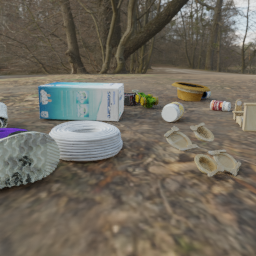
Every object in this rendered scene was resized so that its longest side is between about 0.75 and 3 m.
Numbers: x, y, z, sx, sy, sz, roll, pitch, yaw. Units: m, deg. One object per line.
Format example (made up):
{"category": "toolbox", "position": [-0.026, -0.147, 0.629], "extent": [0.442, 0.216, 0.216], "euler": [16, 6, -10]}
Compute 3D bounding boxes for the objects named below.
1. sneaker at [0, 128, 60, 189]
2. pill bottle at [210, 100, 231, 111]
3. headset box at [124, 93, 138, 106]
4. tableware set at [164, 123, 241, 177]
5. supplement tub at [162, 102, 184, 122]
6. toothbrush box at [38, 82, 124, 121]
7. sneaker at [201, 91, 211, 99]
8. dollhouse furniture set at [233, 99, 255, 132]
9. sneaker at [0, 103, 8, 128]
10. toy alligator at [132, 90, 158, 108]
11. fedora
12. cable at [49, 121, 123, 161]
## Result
{"category": "sneaker", "position": [-2.820, 0.526, 4.868], "extent": [3.000, 1.043, 1.492], "euler": [-1, 8, -24]}
{"category": "pill bottle", "position": [3.973, -0.947, 12.019], "extent": [0.758, 0.433, 0.433], "euler": [11, 17, 39]}
{"category": "headset box", "position": [-0.085, -1.440, 13.935], "extent": [0.981, 0.509, 1.318], "euler": [7, 14, 29]}
{"category": "tableware set", "position": [1.472, 0.412, 5.433], "extent": [1.227, 0.170, 1.469], "euler": [-12, 49, -40]}
{"category": "supplement tub", "position": [1.600, -0.567, 9.967], "extent": [0.644, 0.644, 0.886], "euler": [6, 14, 24]}
{"category": "toothbrush box", "position": [-1.674, -1.091, 10.839], "extent": [2.910, 1.241, 2.130], "euler": [1, 13, 3]}
{"category": "sneaker", "position": [3.804, -2.016, 16.048], "extent": [1.830, 0.677, 0.753], "euler": [4, 16, 18]}
{"category": "dollhouse furniture set", "position": [4.158, -0.509, 9.295], "extent": [0.991, 0.846, 1.912], "euler": [2, 13, 10]}
{"category": "sneaker", "position": [-4.159, -0.285, 8.804], "extent": [0.871, 0.826, 2.163], "euler": [8, 19, -6]}
{"category": "toy alligator", "position": [0.745, -1.331, 13.186], "extent": [0.770, 0.559, 2.325], "euler": [-4, 19, -18]}
{"category": "fedora", "position": [3.376, -1.941, 15.282], "extent": [2.112, 0.861, 2.112], "euler": [6, 17, -2]}
{"category": "cable", "position": [-0.971, 0.265, 6.565], "extent": [1.702, 0.589, 1.701], "euler": [6, 15, 23]}
